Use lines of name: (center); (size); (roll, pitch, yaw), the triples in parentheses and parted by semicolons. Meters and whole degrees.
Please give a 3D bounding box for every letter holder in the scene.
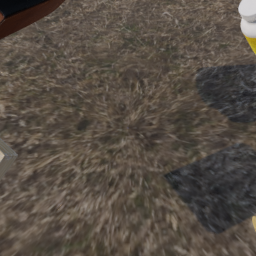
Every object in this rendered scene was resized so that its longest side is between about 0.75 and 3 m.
letter holder: (-2.383, -2.419, 5.281); (1.729, 1.223, 2.433); (-26, 22, 35)

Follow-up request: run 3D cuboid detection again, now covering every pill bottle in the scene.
pill bottle: (3.034, -2.167, 6.095); (0.905, 1.616, 0.905); (-24, 50, 32)

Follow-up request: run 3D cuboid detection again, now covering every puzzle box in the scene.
puzzle box: (-2.511, 0.261, 3.621); (2.010, 0.255, 1.337); (37, 96, 15)

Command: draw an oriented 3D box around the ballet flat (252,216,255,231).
ballet flat: (1.655, 1.349, 3.051); (0.274, 0.298, 0.869); (-39, 49, -7)
